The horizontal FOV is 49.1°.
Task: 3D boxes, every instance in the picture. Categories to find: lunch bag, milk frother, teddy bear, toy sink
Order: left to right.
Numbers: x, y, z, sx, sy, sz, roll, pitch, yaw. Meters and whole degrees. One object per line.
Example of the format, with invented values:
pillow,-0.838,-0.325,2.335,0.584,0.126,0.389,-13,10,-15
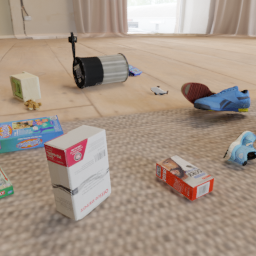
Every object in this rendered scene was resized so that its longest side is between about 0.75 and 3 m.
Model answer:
toy sink,-4.810,-1.924,12.882,0.891,1.036,1.590,-20,31,-37
teddy bear,-3.947,-0.990,11.620,0.705,0.324,0.972,0,23,-6
milk frother,-1.682,-3.674,14.826,2.587,2.750,2.482,-14,23,-30
lunch bag,0.268,-3.447,17.248,1.115,0.525,0.840,26,31,24

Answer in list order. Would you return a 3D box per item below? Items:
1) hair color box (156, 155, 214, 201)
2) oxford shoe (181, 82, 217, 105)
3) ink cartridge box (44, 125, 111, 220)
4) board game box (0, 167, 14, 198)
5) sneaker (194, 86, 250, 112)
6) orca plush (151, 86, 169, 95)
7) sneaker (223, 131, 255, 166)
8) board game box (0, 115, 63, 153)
hair color box,1.305,1.136,6.600,0.691,0.398,1.246,-16,27,-31
oxford shoe,2.787,-1.240,10.978,2.471,0.870,0.924,16,9,-39
ink cartridge box,-0.974,0.878,5.746,0.652,1.564,1.136,11,25,33
board game box,-3.502,1.243,6.544,1.135,0.246,1.687,-16,28,-34
sneaker,3.487,-1.088,10.359,2.535,0.994,0.836,-1,9,-25
orca plush,1.519,-1.776,13.477,0.856,0.450,0.304,1,-8,8
sneaker,3.254,0.627,7.776,0.705,0.614,1.567,34,42,25
board game box,-3.106,0.152,8.806,1.958,0.440,1.489,-8,25,-18
